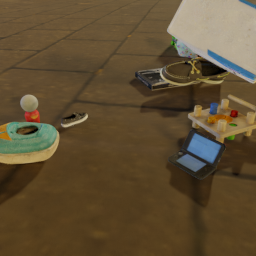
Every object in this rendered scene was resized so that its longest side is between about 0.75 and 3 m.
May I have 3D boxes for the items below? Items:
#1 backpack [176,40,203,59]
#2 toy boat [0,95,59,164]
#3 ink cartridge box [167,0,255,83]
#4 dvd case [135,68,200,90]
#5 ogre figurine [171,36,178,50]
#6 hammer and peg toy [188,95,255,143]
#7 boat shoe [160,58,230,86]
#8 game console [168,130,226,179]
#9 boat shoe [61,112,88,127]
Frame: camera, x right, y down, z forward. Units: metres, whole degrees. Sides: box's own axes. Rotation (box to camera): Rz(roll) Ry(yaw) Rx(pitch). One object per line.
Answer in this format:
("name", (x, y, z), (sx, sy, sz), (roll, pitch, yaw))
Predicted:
("backpack", (2.884, -3.819, 12.578), (1.433, 1.098, 1.259), (18, 73, 41))
("toy boat", (-2.387, 0.000, 6.407), (1.650, 0.912, 1.963), (-3, 31, -4))
("ink cartridge box", (1.856, -1.588, 5.079), (1.614, 0.932, 2.211), (34, 18, 17))
("dvd case", (1.427, -1.864, 10.238), (1.948, 0.241, 1.464), (-11, 32, -19))
("ogre figurine", (2.562, -4.409, 13.853), (0.793, 0.969, 1.616), (2, 31, 4))
("hammer and peg toy", (2.587, -0.254, 7.142), (1.775, 0.626, 1.306), (-14, 32, -23))
("boat shoe", (2.331, -1.987, 9.506), (2.478, 0.746, 0.883), (-4, 71, -16))
("game console", (1.426, 0.529, 5.885), (0.777, 0.538, 0.910), (-24, 37, -36))
("boat shoe", (-1.442, -0.292, 7.535), (0.824, 0.273, 0.288), (-24, 38, -35))
